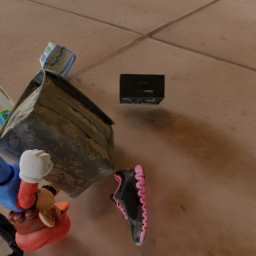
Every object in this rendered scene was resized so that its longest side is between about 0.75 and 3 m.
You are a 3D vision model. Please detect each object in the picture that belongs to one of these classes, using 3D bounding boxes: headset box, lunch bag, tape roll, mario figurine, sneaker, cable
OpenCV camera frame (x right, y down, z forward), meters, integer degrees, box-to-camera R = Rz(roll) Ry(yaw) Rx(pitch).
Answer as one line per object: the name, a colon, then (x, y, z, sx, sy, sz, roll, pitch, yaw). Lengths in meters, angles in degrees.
headset box: (0.411, -1.224, 9.053, 1.402, 0.747, 1.610, 1, -3, 0)
lunch bag: (-1.588, -0.125, 7.055, 1.680, 2.343, 2.857, -36, 31, 21)
tape roll: (-4.239, -1.118, 9.352, 0.218, 1.193, 1.193, -37, 50, -8)
mario figurine: (-2.099, 1.079, 5.640, 1.581, 2.983, 1.841, -36, 27, -11)
sneaker: (0.019, 1.667, 6.169, 0.834, 0.690, 1.748, -3, 56, -2)
cable: (-2.749, 2.211, 5.508, 1.487, 0.463, 1.822, 26, 20, -28)

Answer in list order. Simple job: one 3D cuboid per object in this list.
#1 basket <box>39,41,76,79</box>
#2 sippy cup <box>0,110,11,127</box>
basket: (-2.719, -2.543, 10.895, 1.514, 1.335, 1.053, 43, 18, 28)
sippy cup: (-3.679, -0.241, 8.832, 0.576, 0.786, 0.618, -22, 2, -36)
